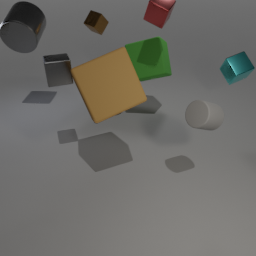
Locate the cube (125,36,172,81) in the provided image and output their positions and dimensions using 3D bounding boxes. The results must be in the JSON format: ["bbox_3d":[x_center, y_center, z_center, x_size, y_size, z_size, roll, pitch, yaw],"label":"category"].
[{"bbox_3d":[0.844,-2.679,11.142,1.400,1.400,1.400,-8,5,20],"label":"cube"}]

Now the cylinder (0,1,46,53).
[{"bbox_3d":[-3.997,-3.855,10.746,1.400,1.400,1.400,2,52,4],"label":"cylinder"}]

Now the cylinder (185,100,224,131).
[{"bbox_3d":[1.916,-0.311,7.008,0.700,0.700,0.700,7,18,-42],"label":"cylinder"}]

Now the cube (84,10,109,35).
[{"bbox_3d":[-1.446,-4.799,12.761,0.700,0.700,0.700,30,1,28],"label":"cube"}]

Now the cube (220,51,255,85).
[{"bbox_3d":[3.612,-1.983,9.322,0.700,0.700,0.700,-23,75,-7],"label":"cube"}]

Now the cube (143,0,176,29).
[{"bbox_3d":[1.016,-3.800,9.029,0.700,0.700,0.700,29,56,4],"label":"cube"}]

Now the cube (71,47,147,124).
[{"bbox_3d":[-0.535,-1.060,7.240,1.400,1.400,1.400,-25,8,-7],"label":"cube"}]

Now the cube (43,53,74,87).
[{"bbox_3d":[-1.972,-1.639,7.890,0.700,0.700,0.700,-11,32,-14],"label":"cube"}]
